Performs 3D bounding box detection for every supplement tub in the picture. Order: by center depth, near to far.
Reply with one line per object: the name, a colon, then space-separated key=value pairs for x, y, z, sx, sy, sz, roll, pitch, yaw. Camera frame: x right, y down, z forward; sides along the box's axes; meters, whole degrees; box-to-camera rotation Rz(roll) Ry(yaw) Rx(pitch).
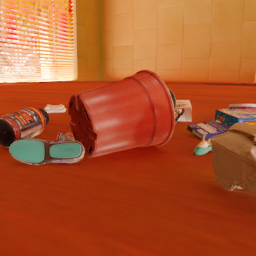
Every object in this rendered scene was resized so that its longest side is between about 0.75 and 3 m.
supplement tub: x=-3.311 y=-0.110 z=8.922 sx=0.972 sy=0.972 sz=1.818 roll=5 pitch=19 yaw=20

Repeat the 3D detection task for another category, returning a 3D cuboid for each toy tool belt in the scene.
toy tool belt: x=2.743 y=0.642 z=5.179 sx=1.452 sy=1.475 sz=2.363 roll=-13 pitch=17 yaw=-18

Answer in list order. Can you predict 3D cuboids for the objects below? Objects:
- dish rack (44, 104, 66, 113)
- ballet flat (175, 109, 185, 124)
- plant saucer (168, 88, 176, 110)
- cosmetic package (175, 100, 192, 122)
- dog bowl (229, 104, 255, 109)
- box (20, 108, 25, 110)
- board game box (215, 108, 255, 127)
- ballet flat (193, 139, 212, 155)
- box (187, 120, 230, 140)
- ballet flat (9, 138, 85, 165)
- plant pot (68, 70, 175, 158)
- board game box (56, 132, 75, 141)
dish rack: x=-4.148 y=-1.121 z=15.858 sx=1.244 sy=0.315 sz=1.449 roll=-2 pitch=14 yaw=-11
ballet flat: x=2.133 y=-0.590 z=11.986 sx=0.335 sy=0.337 sz=0.984 roll=3 pitch=44 yaw=43
plant saucer: x=0.769 y=-0.616 z=9.925 sx=2.026 sy=2.026 sz=0.278 roll=8 pitch=-23 yaw=33
cosmetic package: x=2.530 y=-0.926 z=13.952 sx=1.184 sy=0.726 sz=2.868 roll=3 pitch=13 yaw=9
dog bowl: x=5.613 y=-0.868 z=13.592 sx=1.347 sy=0.531 sz=1.347 roll=1 pitch=1 yaw=0
box: x=-4.873 y=-0.695 z=13.539 sx=0.433 sy=0.452 sz=0.907 roll=-10 pitch=16 yaw=-38
board game box: x=5.034 y=-0.338 z=11.458 sx=2.207 sy=0.630 sz=2.254 roll=-2 pitch=12 yaw=-5
ballet flat: x=2.286 y=0.516 z=8.191 sx=1.063 sy=0.374 sz=0.358 roll=-10 pitch=15 yaw=-36
box: x=2.973 y=0.053 z=10.074 sx=1.445 sy=0.234 sz=0.875 roll=-10 pitch=29 yaw=-24
ballet flat: x=-2.057 y=0.651 z=7.306 sx=1.943 sy=0.699 sz=0.699 roll=1 pitch=12 yaw=4
plant pot: x=-0.319 y=-0.316 z=8.048 sx=2.322 sy=2.388 sz=2.388 roll=-16 pitch=19 yaw=-29
board game box: x=-1.962 y=0.379 z=9.338 sx=0.829 sy=0.157 sz=1.611 roll=-1 pitch=12 yaw=-10
